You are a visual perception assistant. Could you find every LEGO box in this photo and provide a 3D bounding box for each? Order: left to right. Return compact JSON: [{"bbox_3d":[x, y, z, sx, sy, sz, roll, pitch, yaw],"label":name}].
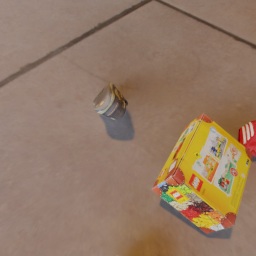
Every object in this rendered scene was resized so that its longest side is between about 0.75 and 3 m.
[{"bbox_3d":[1.857,1.008,6.698,1.691,0.876,2.270,40,50,-2],"label":"LEGO box"}]

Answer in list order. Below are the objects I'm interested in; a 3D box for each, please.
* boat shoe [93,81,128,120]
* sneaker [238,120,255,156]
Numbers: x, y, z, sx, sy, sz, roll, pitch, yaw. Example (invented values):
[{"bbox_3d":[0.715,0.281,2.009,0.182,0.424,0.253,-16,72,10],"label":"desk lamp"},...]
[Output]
[{"bbox_3d":[-0.496,-0.724,8.249,0.833,0.846,2.272,40,15,-15],"label":"boat shoe"},{"bbox_3d":[3.773,0.788,7.616,1.252,0.849,2.167,-25,60,3],"label":"sneaker"}]
